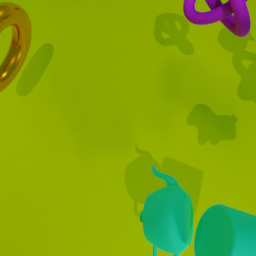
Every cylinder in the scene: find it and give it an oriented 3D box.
[{"bbox_3d":[1.712,1.804,4.255,1.034,1.034,1.034,20,72,-11],"label":"cylinder"}]

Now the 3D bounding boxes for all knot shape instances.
[{"bbox_3d":[1.887,-2.434,5.408,0.748,1.620,1.516,-38,97,-29],"label":"knot shape"}]

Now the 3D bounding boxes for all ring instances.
[{"bbox_3d":[-2.227,-1.280,4.798,0.352,1.761,1.761,28,74,-2],"label":"ring"}]

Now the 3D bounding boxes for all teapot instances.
[{"bbox_3d":[0.666,1.565,5.079,0.922,1.171,1.884,-5,69,24],"label":"teapot"}]
